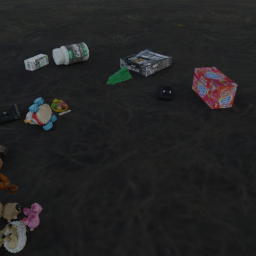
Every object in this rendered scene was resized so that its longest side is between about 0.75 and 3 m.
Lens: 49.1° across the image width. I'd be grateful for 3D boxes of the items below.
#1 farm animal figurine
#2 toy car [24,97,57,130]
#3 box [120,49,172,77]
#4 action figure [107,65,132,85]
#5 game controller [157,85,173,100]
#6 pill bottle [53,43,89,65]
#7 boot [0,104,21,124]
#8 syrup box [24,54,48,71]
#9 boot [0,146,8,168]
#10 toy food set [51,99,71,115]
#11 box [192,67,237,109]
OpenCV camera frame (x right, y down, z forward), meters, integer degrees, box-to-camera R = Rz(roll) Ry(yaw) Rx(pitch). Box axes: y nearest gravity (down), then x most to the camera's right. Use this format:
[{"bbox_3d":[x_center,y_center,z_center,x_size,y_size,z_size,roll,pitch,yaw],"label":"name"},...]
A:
[{"bbox_3d":[-3.257,2.415,7.296,1.844,1.148,2.283,-42,52,-21],"label":"farm animal figurine"},{"bbox_3d":[-3.901,-0.437,11.803,1.242,1.145,1.099,-22,28,19],"label":"toy car"},{"bbox_3d":[1.140,-4.110,17.455,2.061,0.650,2.613,28,42,34],"label":"box"},{"bbox_3d":[-0.345,-1.699,9.411,0.845,0.499,0.231,-28,24,5],"label":"action figure"},{"bbox_3d":[1.910,-1.818,14.397,0.763,0.308,1.463,16,34,-3],"label":"game controller"},{"bbox_3d":[-3.659,-4.729,17.953,2.056,1.163,1.163,-21,39,-28],"label":"pill bottle"},{"bbox_3d":[-5.528,-0.587,12.374,1.343,0.441,1.107,-20,36,-20],"label":"boot"},{"bbox_3d":[-5.731,-4.132,17.577,0.588,0.569,1.445,17,37,24],"label":"syrup box"},{"bbox_3d":[-4.941,1.091,9.793,1.072,0.515,1.467,-2,32,9],"label":"boot"},{"bbox_3d":[-3.179,-1.093,13.124,0.699,0.388,1.188,-21,39,-28],"label":"toy food set"},{"bbox_3d":[4.186,-2.029,13.818,1.136,1.186,2.379,-7,34,-10],"label":"box"}]
